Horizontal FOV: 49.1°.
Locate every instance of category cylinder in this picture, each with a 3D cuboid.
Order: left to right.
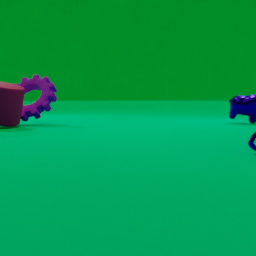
[{"bbox_3d":[-3.570,-0.700,7.988,1.069,1.069,1.069,13,12,-3],"label":"cylinder"}]

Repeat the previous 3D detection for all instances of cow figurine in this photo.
[{"bbox_3d":[4.048,-0.881,9.106,1.456,1.432,0.799,12,39,20],"label":"cow figurine"}]

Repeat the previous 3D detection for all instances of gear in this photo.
[{"bbox_3d":[-3.146,-0.995,9.055,1.664,1.664,0.308,1,-32,12],"label":"gear"}]

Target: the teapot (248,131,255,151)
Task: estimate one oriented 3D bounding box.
[{"bbox_3d":[2.529,-0.277,4.143,1.791,0.877,1.114,-44,4,7],"label":"teapot"}]
